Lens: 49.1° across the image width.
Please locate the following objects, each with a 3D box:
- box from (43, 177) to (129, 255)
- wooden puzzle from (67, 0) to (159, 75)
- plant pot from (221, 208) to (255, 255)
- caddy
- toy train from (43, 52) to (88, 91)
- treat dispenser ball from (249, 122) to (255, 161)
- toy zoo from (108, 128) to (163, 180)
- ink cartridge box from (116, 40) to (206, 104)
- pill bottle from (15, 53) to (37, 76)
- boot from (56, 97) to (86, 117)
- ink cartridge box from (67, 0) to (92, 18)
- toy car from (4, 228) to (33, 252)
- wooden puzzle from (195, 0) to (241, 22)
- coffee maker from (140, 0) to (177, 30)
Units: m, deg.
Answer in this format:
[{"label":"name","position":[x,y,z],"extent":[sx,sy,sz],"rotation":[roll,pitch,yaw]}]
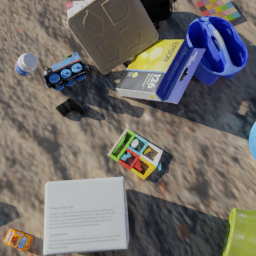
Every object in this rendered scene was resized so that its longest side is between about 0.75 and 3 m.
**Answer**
[{"label":"box","position":[-1.104,2.580,8.265],"extent":[2.197,2.208,1.891],"rotation":[-4,72,-1]},{"label":"wooden puzzle","position":[-0.535,-3.748,10.607],"extent":[2.693,2.494,0.623],"rotation":[-33,27,7]},{"label":"plant pot","position":[4.098,3.469,7.959],"extent":[2.540,2.638,2.638],"rotation":[14,69,18]},{"label":"caddy","position":[3.350,-3.052,10.816],"extent":[1.953,1.450,2.763],"rotation":[-18,70,-6]},{"label":"toy train","position":[-2.445,-2.164,10.885],"extent":[1.759,0.763,1.005],"rotation":[-27,63,-8]},{"label":"treat dispenser ball","position":[5.164,0.453,9.045],"extent":[2.311,2.311,2.311],"rotation":[0,69,0]},{"label":"toy zoo","position":[0.377,0.978,9.952],"extent":[1.859,0.190,1.219],"rotation":[33,73,12]},{"label":"ink cartridge box","position":[1.146,-2.185,10.333],"extent":[2.582,0.607,2.551],"rotation":[12,64,40]},{"label":"pill bottle","position":[-3.567,-2.247,9.860],"extent":[0.645,1.150,0.645],"rotation":[3,84,-30]},{"label":"boot","position":[-2.140,-0.665,10.467],"extent":[0.992,0.373,0.742],"rotation":[37,66,24]},{"label":"ink cartridge box","position":[-1.952,-4.957,12.031],"extent":[1.242,0.514,0.910],"rotation":[-8,69,-3]},{"label":"toy car","position":[-3.160,3.084,8.938],"extent":[0.888,0.602,1.810],"rotation":[35,74,12]},{"label":"wooden puzzle","position":[3.939,-5.122,12.276],"extent":[1.468,0.174,2.475],"rotation":[-22,71,-8]},{"label":"coffee maker","position":[0.453,-4.814,11.096],"extent":[2.290,2.199,1.542],"rotation":[-17,86,-4]}]
